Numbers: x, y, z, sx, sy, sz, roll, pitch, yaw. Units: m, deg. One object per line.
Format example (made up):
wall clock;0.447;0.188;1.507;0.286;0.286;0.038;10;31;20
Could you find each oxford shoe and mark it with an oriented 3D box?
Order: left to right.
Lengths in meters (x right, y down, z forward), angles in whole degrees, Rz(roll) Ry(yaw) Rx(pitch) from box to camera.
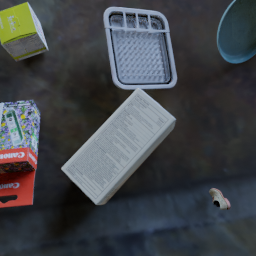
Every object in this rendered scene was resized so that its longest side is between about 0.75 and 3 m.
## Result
oxford shoe;2.309;1.835;7.286;0.302;0.819;0.290;-9;109;-13

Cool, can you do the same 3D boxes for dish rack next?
dish rack;0.298;-2.146;7.860;1.990;0.505;2.319;-5;81;-25

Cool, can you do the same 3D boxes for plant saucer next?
plant saucer;3.220;-2.785;7.753;1.987;1.987;0.272;-33;42;-5

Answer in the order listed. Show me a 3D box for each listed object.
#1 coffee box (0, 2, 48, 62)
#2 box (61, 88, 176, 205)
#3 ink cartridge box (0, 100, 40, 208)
coffee box;-2.994;-2.682;7.898;1.018;1.007;1.016;-20;78;-3
box;-0.174;0.497;7.234;1.337;1.094;2.815;43;84;14
ink cartridge box;-3.134;0.612;7.169;1.474;0.681;2.706;-6;60;-1
